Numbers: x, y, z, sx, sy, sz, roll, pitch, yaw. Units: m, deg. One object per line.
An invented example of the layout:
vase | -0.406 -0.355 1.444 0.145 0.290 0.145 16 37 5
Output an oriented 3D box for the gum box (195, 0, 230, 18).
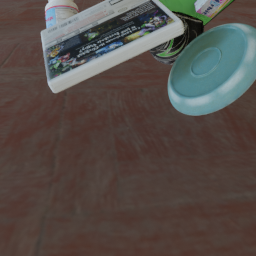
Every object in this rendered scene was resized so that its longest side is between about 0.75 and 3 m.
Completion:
gum box | 2.560 -3.798 8.138 0.637 1.123 0.371 8 65 -26

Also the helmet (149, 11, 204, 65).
helmet | 1.274 -2.411 7.680 1.441 1.374 1.441 13 28 -7

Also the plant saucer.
plant saucer | 1.683 -1.317 5.864 0.308 2.250 2.250 34 14 -35

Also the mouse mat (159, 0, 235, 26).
mouse mat | 2.139 -3.995 8.465 2.102 2.612 0.098 25 41 -39

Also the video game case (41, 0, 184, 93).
video game case | -0.540 -2.057 6.038 2.727 0.318 2.479 -25 44 1

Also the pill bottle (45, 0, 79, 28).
pill bottle | -1.732 -2.806 7.489 0.886 1.629 0.886 -6 -1 0
